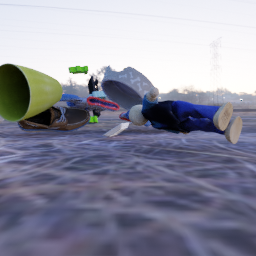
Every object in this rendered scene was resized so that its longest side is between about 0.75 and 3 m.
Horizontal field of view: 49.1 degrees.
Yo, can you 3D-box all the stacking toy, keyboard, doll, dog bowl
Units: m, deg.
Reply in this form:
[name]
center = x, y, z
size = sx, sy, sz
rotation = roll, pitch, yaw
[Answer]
[stacking toy]
center = -0.751, -1.241, 10.889
size = 2.987, 2.252, 0.702
rotation = -5, -15, -31
[keyboard]
center = -1.427, -1.417, 12.284
size = 0.196, 1.903, 1.210
rotation = -5, -19, -25
[doll]
center = 0.606, -0.166, 3.693
size = 1.581, 0.383, 1.078
rotation = 8, -25, 47
[dog bowl]
center = -0.026, -0.876, 6.499
size = 1.367, 0.401, 1.367
rotation = 26, -21, 11

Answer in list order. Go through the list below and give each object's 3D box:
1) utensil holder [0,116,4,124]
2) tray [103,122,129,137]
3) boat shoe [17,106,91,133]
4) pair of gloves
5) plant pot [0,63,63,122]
[utensil holder]
center = -3.606, -0.737, 6.265
size = 1.328, 1.328, 1.563
rotation = 0, -15, 7
[tray]
center = -0.197, 0.042, 5.418
size = 0.423, 0.087, 0.789
rotation = -33, -4, 10
[boat shoe]
center = -1.595, -0.197, 6.159
size = 1.595, 0.576, 0.577
rotation = -10, -13, -16
[pair of gloves]
center = -0.301, -0.356, 6.777
size = 2.892, 0.329, 2.325
rotation = 14, -1, -22
[plant pot]
center = -1.859, -0.711, 5.483
size = 1.056, 1.056, 1.128
rotation = 2, 10, 28
